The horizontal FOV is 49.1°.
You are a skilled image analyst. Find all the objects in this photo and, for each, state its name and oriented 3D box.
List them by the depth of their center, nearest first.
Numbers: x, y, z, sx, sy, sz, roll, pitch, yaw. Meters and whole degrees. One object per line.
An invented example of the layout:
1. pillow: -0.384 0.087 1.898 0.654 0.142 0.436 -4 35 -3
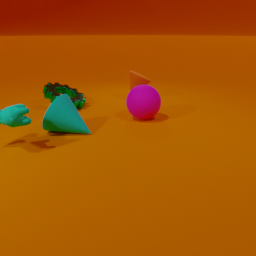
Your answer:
1. cow figurine: -2.944 -0.248 6.706 1.062 0.592 1.079 -15 18 -26
2. cone: -1.554 -0.151 7.949 1.212 1.207 1.207 31 27 9
3. ball: 0.508 -0.839 9.112 1.126 1.126 1.126 0 20 0
4. gear: -2.349 -1.203 10.406 1.560 0.288 1.560 21 24 -10
5. cone: 0.295 -1.627 11.015 0.958 0.961 0.958 24 16 -7
